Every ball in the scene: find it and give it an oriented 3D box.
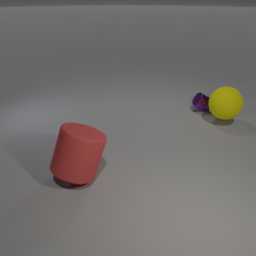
[{"bbox_3d":[4.161,-1.057,11.938,1.400,1.400,1.400,0,27,0],"label":"ball"}]

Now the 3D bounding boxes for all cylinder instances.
[{"bbox_3d":[-1.485,0.728,8.379,1.400,1.400,1.400,17,14,-5],"label":"cylinder"},{"bbox_3d":[3.525,-1.223,13.253,0.700,0.700,0.700,25,21,-20],"label":"cylinder"}]
